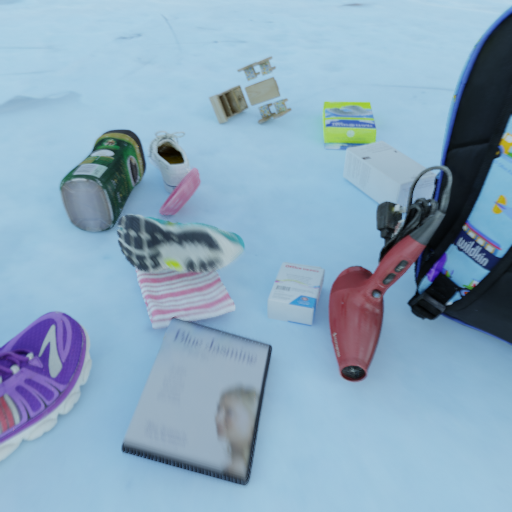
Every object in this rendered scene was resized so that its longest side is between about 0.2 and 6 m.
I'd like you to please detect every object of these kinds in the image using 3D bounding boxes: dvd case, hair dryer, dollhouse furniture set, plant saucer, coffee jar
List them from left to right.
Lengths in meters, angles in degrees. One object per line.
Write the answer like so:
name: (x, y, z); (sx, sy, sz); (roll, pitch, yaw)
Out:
coffee jar: (-2.676, -1.429, 10.068); (0.909, 1.111, 2.130); (1, 35, 9)
plant saucer: (-1.314, -1.097, 9.916); (0.258, 1.018, 1.018); (39, 35, -15)
dvd case: (-0.585, 1.574, 6.449); (1.356, 0.167, 1.901); (16, 38, -1)
dollhouse furniture set: (-0.179, -3.719, 13.110); (1.501, 1.315, 0.997); (-6, 25, 40)
hair dryer: (1.481, 0.248, 7.065); (0.736, 2.062, 2.708); (18, 81, -1)

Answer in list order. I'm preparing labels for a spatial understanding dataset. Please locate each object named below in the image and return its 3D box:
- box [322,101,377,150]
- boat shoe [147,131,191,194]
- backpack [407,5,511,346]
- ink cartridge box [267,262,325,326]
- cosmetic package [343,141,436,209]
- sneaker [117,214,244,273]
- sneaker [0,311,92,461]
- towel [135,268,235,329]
box: (2.102, -3.010, 12.809); (1.148, 0.449, 1.882); (2, 35, 4)
boat shoe: (-1.758, -2.102, 11.151); (0.790, 0.911, 2.137); (-9, 37, -12)
backpack: (4.196, -0.865, 6.394); (4.104, 4.496, 3.024); (27, 44, 33)
ink cartridge box: (0.581, 0.525, 7.996); (0.650, 0.380, 0.899); (9, 39, 13)
cosmetic package: (2.482, -1.495, 10.521); (0.932, 0.670, 1.651); (-17, 38, -24)
sneaker: (-1.167, -0.170, 8.287); (2.150, 0.833, 0.856); (11, 16, 28)
sneaker: (-2.894, 1.504, 5.947); (1.180, 1.221, 2.927); (16, 38, 20)
towel: (-1.078, 0.421, 8.124); (1.165, 0.238, 1.592); (-13, 35, -14)
